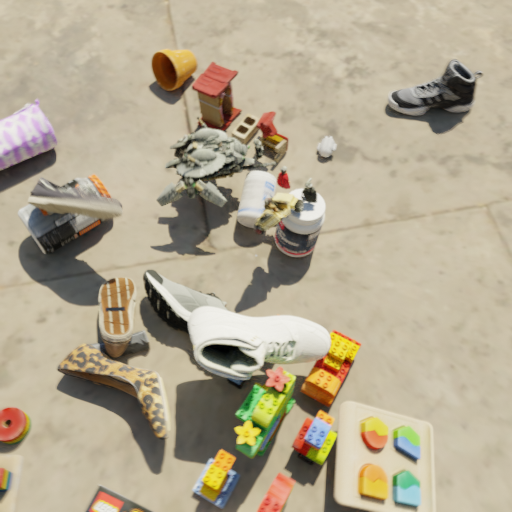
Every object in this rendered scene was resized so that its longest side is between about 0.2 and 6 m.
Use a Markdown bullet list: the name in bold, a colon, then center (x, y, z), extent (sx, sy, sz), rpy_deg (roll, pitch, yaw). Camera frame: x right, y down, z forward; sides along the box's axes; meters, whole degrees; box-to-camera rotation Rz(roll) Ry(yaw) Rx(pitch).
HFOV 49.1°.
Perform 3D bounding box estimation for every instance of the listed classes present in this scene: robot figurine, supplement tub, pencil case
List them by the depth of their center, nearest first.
- **supplement tub**: center (0.830, -0.612, 10.652), extent (0.846, 1.205, 0.846), rpy_deg (3, 56, -5)
- **supplement tub**: center (-3.666, -0.849, 10.942), extent (1.639, 1.004, 1.004), rpy_deg (-35, 65, -19)
- **supplement tub**: center (0.016, -1.111, 11.184), extent (0.661, 0.661, 1.001), rpy_deg (9, 72, 5)
- **pencil case**: center (-5.439, -2.344, 11.724), extent (2.482, 1.061, 1.042), rpy_deg (-31, 32, -20)
- **robot figurine**: center (1.538, -2.372, 12.223), extent (0.429, 0.286, 0.506), rpy_deg (6, 65, 29)

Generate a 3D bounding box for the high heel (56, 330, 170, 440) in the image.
- **high heel**: center (-2.326, 2.266, 9.155), extent (1.587, 0.795, 2.226), rpy_deg (-15, 44, -16)

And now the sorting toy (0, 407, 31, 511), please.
- **sorting toy**: center (-4.501, 3.931, 8.378), extent (1.600, 0.561, 3.318), rpy_deg (-2, 60, -1)

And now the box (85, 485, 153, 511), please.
- **box**: center (-1.437, 4.800, 7.849), extent (2.888, 0.576, 1.977), rpy_deg (20, 62, 12)

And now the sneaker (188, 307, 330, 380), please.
- **sneaker**: center (0.135, 1.476, 8.578), extent (2.358, 0.869, 1.363), rpy_deg (8, 16, -11)

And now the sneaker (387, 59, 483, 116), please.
- **sneaker**: center (4.032, -3.827, 12.616), extent (2.008, 1.142, 0.758), rpy_deg (-1, 59, -1)

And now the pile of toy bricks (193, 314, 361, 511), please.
- **pile of toy bricks**: center (0.263, 2.333, 8.576), extent (2.054, 1.828, 3.702), rpy_deg (26, 63, 14)

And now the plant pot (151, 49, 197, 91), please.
- **plant pot**: center (-1.873, -4.468, 13.224), extent (0.901, 0.901, 0.825), rpy_deg (37, 50, 20)

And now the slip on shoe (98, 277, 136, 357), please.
- **slip on shoe**: center (-2.460, 1.045, 9.977), extent (0.680, 0.542, 1.788), rpy_deg (0, 33, -15)

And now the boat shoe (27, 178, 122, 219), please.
- **boat shoe**: center (-3.179, -1.068, 9.916), extent (1.904, 0.692, 0.597), rpy_deg (7, 76, 21)

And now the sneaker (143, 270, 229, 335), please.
- **sneaker**: center (-1.118, 0.945, 10.054), extent (2.230, 0.824, 0.884), rpy_deg (35, 58, 12)

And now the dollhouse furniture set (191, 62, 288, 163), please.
- **dollhouse furniture set**: center (-0.236, -3.131, 12.179), extent (2.225, 1.197, 0.905), rpy_deg (27, 63, 16)

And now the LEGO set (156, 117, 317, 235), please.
- **LEGO set**: center (-0.557, -1.790, 10.696), extent (3.808, 1.079, 2.473), rpy_deg (15, 46, 31)

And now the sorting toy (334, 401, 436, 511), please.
- **sorting toy**: center (2.051, 3.172, 8.698), extent (1.674, 0.305, 1.549), rpy_deg (17, 59, -14)
